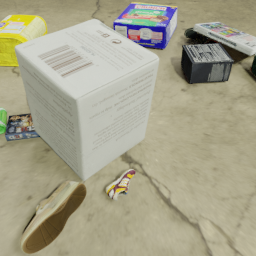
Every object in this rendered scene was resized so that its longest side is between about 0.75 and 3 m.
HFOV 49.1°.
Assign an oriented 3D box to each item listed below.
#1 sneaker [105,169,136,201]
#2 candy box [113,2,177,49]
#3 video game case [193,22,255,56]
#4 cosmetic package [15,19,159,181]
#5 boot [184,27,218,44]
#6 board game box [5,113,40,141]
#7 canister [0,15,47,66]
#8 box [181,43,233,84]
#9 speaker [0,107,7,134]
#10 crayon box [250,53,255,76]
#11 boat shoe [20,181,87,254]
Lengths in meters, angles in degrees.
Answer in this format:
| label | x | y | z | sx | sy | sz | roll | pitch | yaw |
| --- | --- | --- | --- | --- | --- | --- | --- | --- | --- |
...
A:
| label | x | y | z | sx | sy | sz | roll | pitch | yaw |
| --- | --- | --- | --- | --- | --- | --- | --- | --- | --- |
| sneaker | -0.082 | 1.348 | 6.580 | 0.909 | 0.341 | 0.409 | -37 | 60 | -27 |
| candy box | 0.908 | -4.882 | 13.141 | 2.403 | 1.095 | 2.842 | 10 | 41 | 14 |
| video game case | 4.397 | -3.825 | 11.790 | 2.537 | 0.320 | 2.784 | 34 | 36 | 23 |
| cosmetic package | -0.961 | -0.714 | 6.881 | 2.262 | 2.720 | 2.276 | -33 | 59 | -31 |
| boot | 3.283 | -4.006 | 12.455 | 1.654 | 0.597 | 1.249 | 14 | 37 | 9 |
| board game box | -2.834 | -0.081 | 8.258 | 1.363 | 0.236 | 0.923 | -8 | 42 | -9 |
| canister | -4.741 | -3.786 | 11.822 | 2.067 | 1.205 | 2.784 | 3 | 40 | 3 |
| box | 2.865 | -2.425 | 10.444 | 1.467 | 0.911 | 1.479 | -3 | 41 | -4 |
| speaker | -3.803 | -0.226 | 8.311 | 0.402 | 0.402 | 0.908 | -12 | 42 | -13 |
| crayon box | 5.818 | -1.674 | 9.705 | 1.855 | 0.742 | 2.923 | -4 | 40 | -5 |
| boat shoe | -1.608 | 1.785 | 5.862 | 0.576 | 0.639 | 1.773 | 10 | 41 | 31 |
